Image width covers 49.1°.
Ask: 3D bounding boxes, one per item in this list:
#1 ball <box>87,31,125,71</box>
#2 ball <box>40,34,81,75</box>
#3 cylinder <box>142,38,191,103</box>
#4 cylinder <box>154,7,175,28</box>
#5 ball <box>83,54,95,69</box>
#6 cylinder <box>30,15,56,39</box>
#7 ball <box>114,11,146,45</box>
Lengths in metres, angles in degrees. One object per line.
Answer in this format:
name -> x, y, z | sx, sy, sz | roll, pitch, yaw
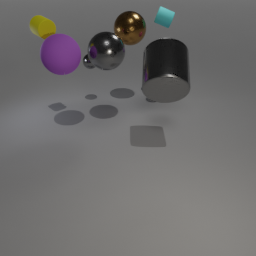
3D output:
ball -> -0.802, -2.844, 10.394 | 1.400, 1.400, 1.400 | 0, 29, 0
ball -> -2.344, -2.560, 9.780 | 1.400, 1.400, 1.400 | 0, 29, 0
cylinder -> 1.136, -1.694, 8.408 | 1.400, 1.400, 1.400 | 2, 63, 4
cylinder -> 1.601, -4.869, 12.331 | 0.700, 0.700, 0.700 | 21, 29, -5
ball -> -1.739, -3.078, 12.937 | 0.700, 0.700, 0.700 | 0, 29, 0
cylinder -> -3.068, -3.623, 10.085 | 0.700, 0.700, 0.700 | -23, 43, -35
ball -> 0.085, -4.272, 12.023 | 1.400, 1.400, 1.400 | 0, 29, 0
